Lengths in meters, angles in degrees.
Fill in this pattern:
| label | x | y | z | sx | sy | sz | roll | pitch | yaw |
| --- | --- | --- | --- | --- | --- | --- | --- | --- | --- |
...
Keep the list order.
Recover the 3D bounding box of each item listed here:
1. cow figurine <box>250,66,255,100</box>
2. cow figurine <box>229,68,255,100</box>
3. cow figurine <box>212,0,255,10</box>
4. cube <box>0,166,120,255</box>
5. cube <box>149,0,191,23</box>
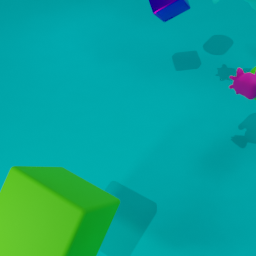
| label | x | y | z | sx | sy | sz | roll | pitch | yaw |
| --- | --- | --- | --- | --- | --- | --- | --- | --- | --- |
| cow figurine | 2.835 | -1.198 | 5.423 | 1.175 | 1.156 | 0.645 | -26 | 59 | -35 |
| cow figurine | 2.145 | -0.844 | 4.455 | 0.924 | 0.515 | 0.939 | 11 | 51 | 27 |
| cow figurine | 2.543 | -2.957 | 5.876 | 1.576 | 1.601 | 0.879 | 2 | 81 | 38 |
| cube | -1.121 | 1.435 | 4.229 | 1.302 | 1.302 | 1.302 | 24 | 90 | 21 |
| cube | 1.009 | -3.318 | 7.119 | 0.788 | 0.788 | 0.788 | -21 | 83 | 27 |
